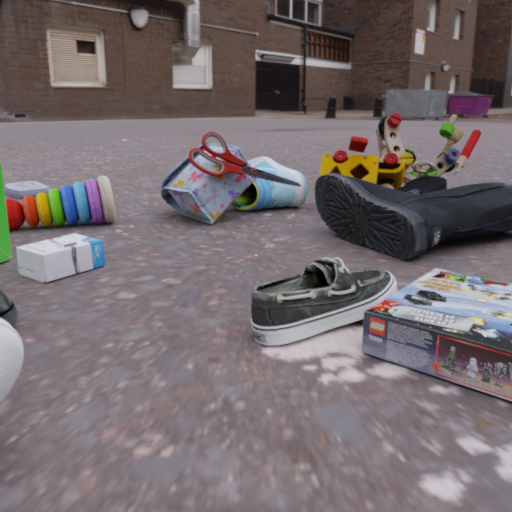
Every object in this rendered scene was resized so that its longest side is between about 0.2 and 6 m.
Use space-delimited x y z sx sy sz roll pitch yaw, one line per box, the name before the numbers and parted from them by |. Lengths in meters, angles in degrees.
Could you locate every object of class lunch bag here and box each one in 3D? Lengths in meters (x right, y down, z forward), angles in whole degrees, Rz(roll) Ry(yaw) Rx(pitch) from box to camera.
lunch bag | -1.122 -1.572 11.577 1.466 1.099 1.729 -46 34 -16

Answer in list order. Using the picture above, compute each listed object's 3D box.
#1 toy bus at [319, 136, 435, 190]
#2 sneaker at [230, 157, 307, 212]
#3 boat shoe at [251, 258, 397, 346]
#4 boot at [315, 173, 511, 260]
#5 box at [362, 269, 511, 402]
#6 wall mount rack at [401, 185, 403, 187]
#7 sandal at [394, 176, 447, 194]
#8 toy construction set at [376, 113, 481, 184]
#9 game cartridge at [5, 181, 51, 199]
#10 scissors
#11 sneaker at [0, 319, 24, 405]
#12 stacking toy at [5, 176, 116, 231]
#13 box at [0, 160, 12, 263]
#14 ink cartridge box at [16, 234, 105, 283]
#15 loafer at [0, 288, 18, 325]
toy bus | 2.363 -1.510 12.099 2.041 1.118 2.163 22 -23 -27
sneaker | -0.204 -1.698 12.954 1.695 1.033 2.596 -9 18 -30
boat shoe | 0.845 0.388 6.386 2.098 0.668 0.742 -17 20 -36
boot | 3.113 -0.980 10.229 3.293 1.081 2.714 -16 35 -28
box | 2.598 0.807 5.487 2.577 0.514 1.764 14 22 39
wall mount rack | 3.856 -2.092 15.028 1.542 0.575 1.340 -4 16 -16
sandal | 2.864 -1.126 11.102 1.024 0.577 2.694 11 34 38
toy construction set | 3.777 -2.086 13.409 2.241 2.065 2.688 38 -17 -25
game cartridge | -5.853 -1.679 14.241 0.896 0.272 1.344 -8 18 -36
scissors | -0.218 -1.598 10.841 2.251 0.823 0.157 29 -16 -14
sneaker | -1.959 1.284 2.856 1.871 1.147 2.875 10 19 26
stacking toy | -3.899 -0.934 10.800 2.221 0.948 0.948 -11 19 -18
box | -5.291 -1.338 8.256 2.678 3.035 1.467 7 17 24
ink cartridge box | -2.876 0.015 8.273 0.742 0.435 1.013 12 19 36
loafer | -3.592 0.309 6.702 2.164 0.681 0.778 14 34 37
